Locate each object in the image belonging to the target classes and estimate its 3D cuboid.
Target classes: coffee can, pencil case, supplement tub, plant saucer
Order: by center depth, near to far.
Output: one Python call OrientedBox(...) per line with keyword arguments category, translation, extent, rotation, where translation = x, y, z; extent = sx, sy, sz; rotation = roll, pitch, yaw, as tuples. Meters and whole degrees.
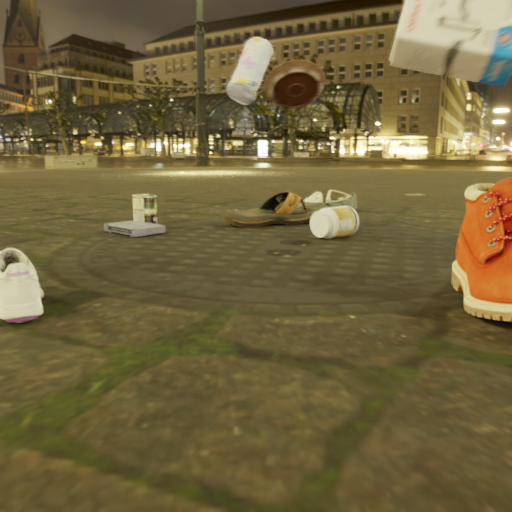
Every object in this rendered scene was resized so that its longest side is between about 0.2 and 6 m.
OrientedBox(category="pencil case", translation=(-0.109, -3.620, 10.925), extent=(0.579, 1.393, 0.632), rotation=(26, -30, -15))
OrientedBox(category="supplement tub", translation=(1.864, -0.800, 13.390), extent=(1.030, 0.744, 0.744), rotation=(-9, 15, -38))
OrientedBox(category="plant saucer", translation=(0.956, -4.108, 13.679), extent=(1.512, 0.243, 1.512), rotation=(-5, -30, -3))
OrientedBox(category="coffee can", translation=(-2.980, -1.198, 15.009), extent=(0.636, 0.869, 0.636), rotation=(0, 12, 0))

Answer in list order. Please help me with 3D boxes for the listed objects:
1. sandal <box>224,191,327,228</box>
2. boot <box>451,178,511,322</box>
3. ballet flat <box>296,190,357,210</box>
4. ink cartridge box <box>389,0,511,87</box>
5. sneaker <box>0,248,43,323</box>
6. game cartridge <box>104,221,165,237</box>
OrientedBox(category="sandal", translation=(0.618, -1.370, 15.809), extent=(3.237, 0.884, 1.323), rotation=(-5, 13, -23))
OrientedBox(category="boot", translation=(3.451, -0.131, 7.649), extent=(1.254, 1.793, 3.343), rotation=(2, 13, 4))
OrientedBox(category="ballet flat", translation=(2.179, -1.743, 18.019), extent=(2.313, 0.737, 0.780), rotation=(-4, 12, -19))
OrientedBox(category="ink cartridge box", translation=(2.183, -2.464, 6.032), extent=(1.271, 0.928, 0.536), rotation=(14, -13, 9))
OrientedBox(category="sneaker", translation=(-3.261, 0.290, 7.672), extent=(0.684, 0.910, 1.827), rotation=(-8, 12, -29))
OrientedBox(category="game cartridge", translation=(-3.059, -0.685, 14.126), extent=(1.413, 0.271, 0.916), rotation=(10, 11, 41))
